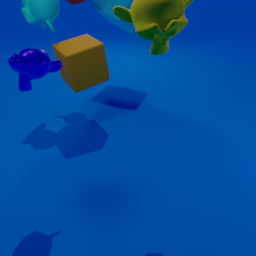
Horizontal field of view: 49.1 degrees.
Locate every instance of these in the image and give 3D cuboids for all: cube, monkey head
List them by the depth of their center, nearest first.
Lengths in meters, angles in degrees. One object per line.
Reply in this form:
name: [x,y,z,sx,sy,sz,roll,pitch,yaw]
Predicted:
monkey head: [0.453,-1.637,4.312,1.277,0.919,0.770,-11,69,-2]
monkey head: [-1.615,-0.971,4.749,0.621,0.741,1.031,9,16,26]
monkey head: [-2.306,-3.267,7.797,0.975,1.617,1.164,-6,-14,10]
cube: [-1.292,-1.824,7.808,1.091,1.091,1.091,-25,41,-20]
cube: [-0.216,-4.401,9.965,1.300,1.300,1.300,36,11,21]

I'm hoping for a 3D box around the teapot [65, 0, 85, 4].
teapot: [-1.653,-4.169,8.601,1.158,0.567,0.720,-12,3,11]
